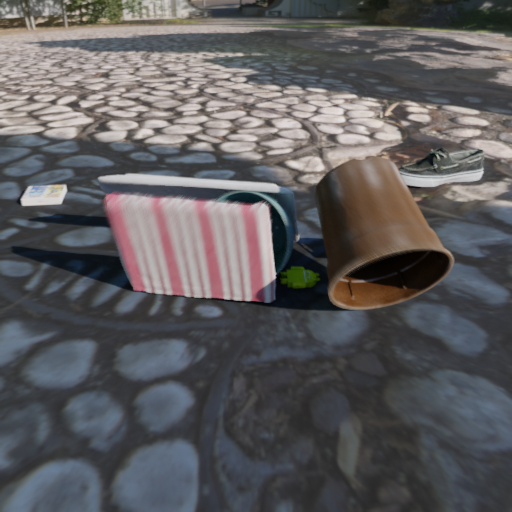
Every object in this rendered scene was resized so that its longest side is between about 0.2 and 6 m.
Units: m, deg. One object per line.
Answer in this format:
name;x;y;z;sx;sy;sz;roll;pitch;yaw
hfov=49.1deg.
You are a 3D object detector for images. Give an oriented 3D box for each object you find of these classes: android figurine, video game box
android figurine;0.785;0.401;10.167;0.725;0.149;0.660;0;29;2
video game box;-5.125;-1.471;13.550;0.897;0.210;0.818;-4;31;-7

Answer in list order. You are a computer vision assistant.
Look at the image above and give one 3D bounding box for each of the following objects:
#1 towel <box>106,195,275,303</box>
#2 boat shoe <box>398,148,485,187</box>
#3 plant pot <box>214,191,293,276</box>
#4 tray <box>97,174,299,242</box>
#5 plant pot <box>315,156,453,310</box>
towel;-1.012;-0.128;9.132;2.668;1.952;0.399;4;42;11
boat shoe;4.719;-2.369;14.468;2.516;0.892;0.907;-9;30;-16
plant pot;-0.020;-0.337;10.223;1.685;1.685;1.135;12;10;21
tray;-1.034;-1.013;11.019;3.729;2.002;0.413;5;67;9
plant pot;1.862;-0.419;9.049;1.955;1.955;1.935;-7;60;-12
